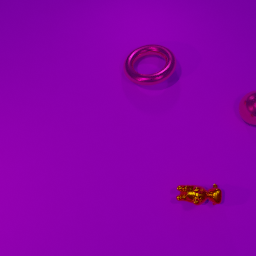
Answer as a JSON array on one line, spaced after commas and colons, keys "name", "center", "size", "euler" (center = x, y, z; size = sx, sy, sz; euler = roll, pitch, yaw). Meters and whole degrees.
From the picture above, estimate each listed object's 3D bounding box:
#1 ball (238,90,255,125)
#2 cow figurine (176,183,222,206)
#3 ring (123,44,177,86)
[{"name": "ball", "center": [3.853, -0.606, 8.355], "size": [1.036, 1.036, 1.036], "euler": [0, 66, 0]}, {"name": "cow figurine", "center": [1.946, 1.779, 7.554], "size": [1.092, 1.074, 0.599], "euler": [0, 84, 39]}, {"name": "ring", "center": [0.707, -2.099, 9.199], "size": [1.756, 0.351, 1.756], "euler": [-6, 56, 8]}]
